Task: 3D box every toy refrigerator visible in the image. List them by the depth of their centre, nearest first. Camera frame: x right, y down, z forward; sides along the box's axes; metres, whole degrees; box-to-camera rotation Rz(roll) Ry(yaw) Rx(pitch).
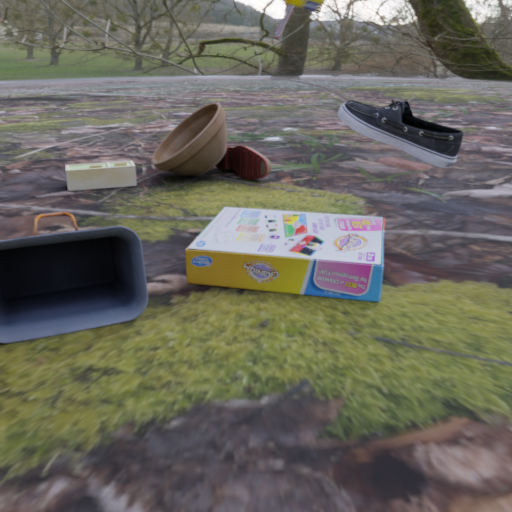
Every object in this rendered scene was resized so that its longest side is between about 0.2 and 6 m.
[{"bbox_3d":[-3.938,-2.066,14.216,1.683,0.589,0.639,-6,23,-16],"label":"toy refrigerator"}]

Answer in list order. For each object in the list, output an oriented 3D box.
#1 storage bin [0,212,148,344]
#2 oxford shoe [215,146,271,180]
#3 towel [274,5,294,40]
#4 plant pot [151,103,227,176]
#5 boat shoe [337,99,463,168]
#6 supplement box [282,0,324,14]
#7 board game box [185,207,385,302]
[{"bbox_3d":[-2.780,0.145,7.870,2.135,1.554,1.434,-9,14,-22],"label":"storage bin"},{"bbox_3d":[-0.217,-2.634,15.314,0.903,0.851,2.415,-9,24,-34],"label":"oxford shoe"},{"bbox_3d":[0.639,-5.134,11.862,0.174,1.101,1.529,24,19,-6],"label":"towel"},{"bbox_3d":[-1.569,-2.912,14.996,2.360,1.089,2.360,-32,29,20],"label":"plant pot"},{"bbox_3d":[2.454,-2.267,9.520,2.222,0.736,0.777,34,38,24],"label":"boat shoe"},{"bbox_3d":[0.537,-3.556,7.272,0.475,0.478,0.872,3,35,-27],"label":"supplement box"},{"bbox_3d":[0.605,-0.125,9.424,3.017,0.608,2.308,5,23,12],"label":"board game box"}]
